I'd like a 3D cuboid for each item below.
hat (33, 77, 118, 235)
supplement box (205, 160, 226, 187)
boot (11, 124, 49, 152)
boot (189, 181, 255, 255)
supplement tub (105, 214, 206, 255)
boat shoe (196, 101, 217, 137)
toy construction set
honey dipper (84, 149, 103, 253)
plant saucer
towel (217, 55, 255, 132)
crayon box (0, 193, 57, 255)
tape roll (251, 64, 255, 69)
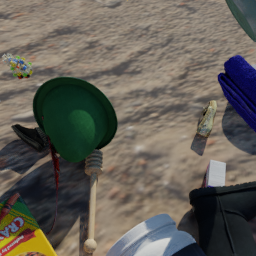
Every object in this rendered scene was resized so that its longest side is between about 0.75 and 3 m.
[{"bbox_3d":[-1.545,0.499,6.869,2.338,2.823,2.485,-22,28,23],"label":"hat"},{"bbox_3d":[2.379,1.369,7.647,0.448,0.438,0.866,11,52,8],"label":"supplement box"},{"bbox_3d":[-2.821,0.054,8.639,1.322,0.497,0.988,33,65,11],"label":"boot"},{"bbox_3d":[2.744,2.367,6.523,2.445,0.934,2.054,-5,51,0],"label":"boot"},{"bbox_3d":[0.920,3.219,5.224,1.896,1.896,2.702,-26,56,-20],"label":"supplement tub"},{"bbox_3d":[2.531,-0.366,8.984,0.444,0.519,1.416,16,54,9],"label":"boat shoe"},{"bbox_3d":[-2.612,-1.441,6.580,0.964,0.632,0.444,24,85,44],"label":"toy construction set"},{"bbox_3d":[-0.904,1.819,7.312,0.510,0.510,2.688,-2,55,-2],"label":"honey dipper"},{"bbox_3d":[3.028,-2.933,7.203,0.374,2.082,2.082,-35,49,22],"label":"plant saucer"},{"bbox_3d":[2.511,-0.019,4.992,0.606,1.805,2.445,-35,65,9],"label":"towel"},{"bbox_3d":[-2.557,2.943,6.250,1.652,0.661,2.603,-33,59,-23],"label":"crayon box"},{"bbox_3d":[4.703,-1.253,9.575,2.122,0.701,2.122,-1,51,1],"label":"tape roll"}]
